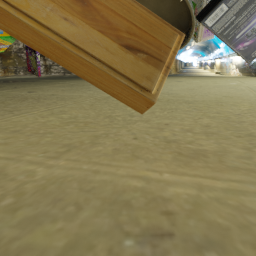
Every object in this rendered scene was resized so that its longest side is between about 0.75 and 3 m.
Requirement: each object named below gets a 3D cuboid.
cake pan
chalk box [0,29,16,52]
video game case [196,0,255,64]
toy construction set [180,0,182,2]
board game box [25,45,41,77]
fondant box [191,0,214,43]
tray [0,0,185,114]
[{"bbox_3d":[0.680,-2.647,6.529,1.960,1.960,0.360,10,56,36],"label":"cake pan"},{"bbox_3d":[-3.836,-2.637,6.566,1.695,1.687,2.724,-15,12,-29],"label":"chalk box"},{"bbox_3d":[3.160,-2.775,6.617,2.994,2.139,0.284,10,44,-48],"label":"video game case"},{"bbox_3d":[1.294,-2.840,4.753,1.235,1.480,1.137,25,43,-3],"label":"toy construction set"},{"bbox_3d":[-3.008,-2.126,8.889,0.547,0.911,0.147,32,43,28],"label":"board game box"},{"bbox_3d":[1.853,-3.689,8.145,0.602,1.491,2.067,-16,51,-10],"label":"fondant box"},{"bbox_3d":[-0.671,-1.615,4.203,2.986,1.473,0.553,31,-26,-12],"label":"tray"}]
